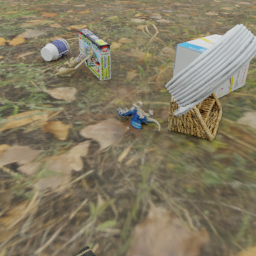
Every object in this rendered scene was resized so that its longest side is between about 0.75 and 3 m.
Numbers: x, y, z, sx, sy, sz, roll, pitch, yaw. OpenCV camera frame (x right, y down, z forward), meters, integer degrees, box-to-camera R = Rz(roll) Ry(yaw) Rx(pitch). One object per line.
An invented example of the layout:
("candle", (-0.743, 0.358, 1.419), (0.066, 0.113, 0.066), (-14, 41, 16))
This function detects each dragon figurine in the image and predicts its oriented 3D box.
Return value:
("dragon figurine", (0.380, -0.289, 8.654), (1.596, 0.793, 0.470), (39, 45, 18))

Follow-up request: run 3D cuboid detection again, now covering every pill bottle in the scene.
("pill bottle", (-3.550, -3.796, 13.663), (0.794, 0.794, 1.372), (14, 36, 20))

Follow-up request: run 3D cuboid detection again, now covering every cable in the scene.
("cable", (1.508, -1.109, 5.144), (0.616, 1.779, 1.779), (48, 38, -2))

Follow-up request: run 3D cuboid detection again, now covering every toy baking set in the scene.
("toy baking set", (-2.398, -2.765, 12.008), (1.662, 0.193, 1.275), (-5, 47, 34))

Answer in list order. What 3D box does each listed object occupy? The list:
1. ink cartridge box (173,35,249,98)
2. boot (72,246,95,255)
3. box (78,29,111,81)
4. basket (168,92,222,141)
("ink cartridge box", (3.152, -2.299, 10.514), (2.397, 1.765, 1.734), (-25, 41, -32))
("boot", (-0.807, 2.424, 4.761), (0.762, 0.295, 0.527), (-29, 48, -35))
("box", (-1.491, -3.269, 12.239), (0.470, 1.491, 2.709), (-14, 36, -22))
("basket", (2.162, -0.737, 8.543), (1.404, 1.345, 1.884), (14, 36, 22))
